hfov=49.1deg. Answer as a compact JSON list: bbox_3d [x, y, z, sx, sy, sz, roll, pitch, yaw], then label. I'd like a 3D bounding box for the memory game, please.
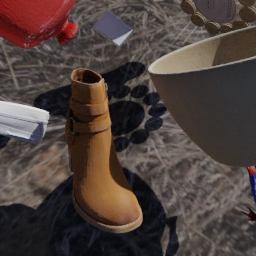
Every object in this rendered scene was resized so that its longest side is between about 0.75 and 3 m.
[{"bbox_3d":[2.081,-3.048,6.746,2.229,2.229,0.142,35,79,15],"label":"memory game"}]

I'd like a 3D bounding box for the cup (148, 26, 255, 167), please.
[{"bbox_3d":[2.000,-0.525,5.089,2.861,2.861,2.046,-22,110,-10],"label":"cup"}]

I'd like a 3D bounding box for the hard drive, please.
[{"bbox_3d":[-0.389,-2.603,7.366,0.907,0.119,0.598,40,86,10],"label":"hard drive"}]

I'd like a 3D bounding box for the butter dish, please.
[{"bbox_3d":[-1.962,-2.660,6.156,1.933,2.615,2.608,42,80,-29],"label":"butter dish"}]

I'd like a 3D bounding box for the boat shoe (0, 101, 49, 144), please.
[{"bbox_3d":[-3.017,-0.168,5.735,2.629,0.946,0.901,9,93,-27],"label":"boat shoe"}]

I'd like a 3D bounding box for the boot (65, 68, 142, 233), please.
[{"bbox_3d":[-0.538,0.240,4.789,0.986,2.070,2.675,-9,30,-29],"label":"boot"}]

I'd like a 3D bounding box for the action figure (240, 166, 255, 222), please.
[{"bbox_3d":[2.596,1.478,5.155,0.658,0.833,2.546,-10,51,-10],"label":"action figure"}]
